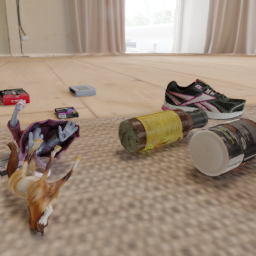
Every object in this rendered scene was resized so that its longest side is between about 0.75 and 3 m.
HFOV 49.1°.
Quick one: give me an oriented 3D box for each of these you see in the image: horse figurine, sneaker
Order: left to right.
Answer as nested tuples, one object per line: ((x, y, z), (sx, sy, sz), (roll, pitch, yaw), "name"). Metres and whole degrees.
((-1.514, 0.794, 4.532), (1.831, 1.214, 0.457), (16, -14, 40), "horse figurine")
((2.571, -1.044, 9.548), (2.830, 1.222, 1.137), (4, 20, 10), "sneaker")

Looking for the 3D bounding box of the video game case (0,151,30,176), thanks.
((-2.611, 0.735, 5.925), (0.753, 0.106, 0.833), (8, 20, 22), "video game case")

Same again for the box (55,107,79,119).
((-2.134, -0.537, 9.685), (0.679, 0.171, 0.949), (-7, 18, -21), "box")

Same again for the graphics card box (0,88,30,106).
((-4.760, -1.321, 11.680), (1.003, 0.407, 1.599), (-11, 23, -29), "graphics card box")

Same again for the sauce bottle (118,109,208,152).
((1.017, -0.035, 7.101), (2.605, 0.843, 0.843), (-12, 22, -33), "sauce bottle")

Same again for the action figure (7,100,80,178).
((-1.968, 0.310, 6.261), (1.437, 1.598, 2.146), (21, -16, -35), "action figure")

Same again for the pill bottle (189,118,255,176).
((2.207, 0.319, 5.850), (1.780, 0.945, 0.945), (-13, 22, -35), "pill bottle")

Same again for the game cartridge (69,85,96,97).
((-2.117, -1.781, 13.281), (1.071, 0.334, 1.608), (-3, 18, -23), "game cartridge")
